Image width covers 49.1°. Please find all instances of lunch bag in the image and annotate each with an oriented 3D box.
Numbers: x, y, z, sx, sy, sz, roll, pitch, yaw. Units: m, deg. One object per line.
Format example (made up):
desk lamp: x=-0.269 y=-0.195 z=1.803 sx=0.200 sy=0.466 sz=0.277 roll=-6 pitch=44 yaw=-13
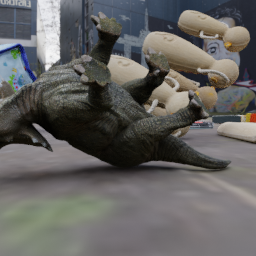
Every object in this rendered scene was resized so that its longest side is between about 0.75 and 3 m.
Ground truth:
lunch bag: x=-2.998 y=-0.563 z=5.249 sx=1.838 sy=1.378 sz=2.162 roll=2 pitch=32 yaw=43

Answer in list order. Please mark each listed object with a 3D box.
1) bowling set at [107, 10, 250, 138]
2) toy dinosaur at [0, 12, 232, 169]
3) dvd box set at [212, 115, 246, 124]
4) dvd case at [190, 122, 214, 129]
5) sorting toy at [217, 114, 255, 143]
bowling set: x=0.778 y=-0.493 z=4.116 sx=1.354 sy=1.755 sz=2.522 roll=31 pitch=54 yaw=25
toy dinosaur: x=-0.097 y=-0.062 z=1.567 sx=1.561 sy=0.601 sz=0.798 roll=14 pitch=-38 yaw=-31
dvd box set: x=4.646 y=-0.326 z=10.861 sx=2.203 sy=0.324 sz=1.612 roll=-1 pitch=2 yaw=-21
dvd case: x=1.108 y=-0.074 z=6.990 sx=1.620 sy=0.178 sz=1.182 roll=0 pitch=2 yaw=-20
sorting toy: x=2.405 y=-0.031 z=3.830 sx=1.940 sy=0.354 sz=1.796 roll=0 pitch=2 yaw=3
